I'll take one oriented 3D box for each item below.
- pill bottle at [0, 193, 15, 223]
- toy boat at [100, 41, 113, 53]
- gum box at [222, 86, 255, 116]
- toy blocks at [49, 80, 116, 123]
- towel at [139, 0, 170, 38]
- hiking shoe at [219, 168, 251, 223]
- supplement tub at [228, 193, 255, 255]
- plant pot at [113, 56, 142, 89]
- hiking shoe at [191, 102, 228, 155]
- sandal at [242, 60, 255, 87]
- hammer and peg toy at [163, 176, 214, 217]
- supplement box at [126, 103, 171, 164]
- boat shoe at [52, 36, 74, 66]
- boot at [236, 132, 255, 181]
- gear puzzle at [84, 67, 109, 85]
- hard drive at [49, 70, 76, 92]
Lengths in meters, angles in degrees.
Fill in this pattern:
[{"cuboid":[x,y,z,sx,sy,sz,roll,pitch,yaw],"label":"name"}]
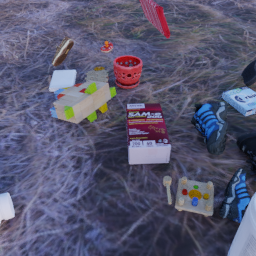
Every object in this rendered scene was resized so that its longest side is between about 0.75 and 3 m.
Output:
[{"cuboid":[-3.933,2.299,7.344,1.680,0.942,0.942,-16,42,-19],"label":"pill bottle"},{"cuboid":[-1.225,-4.757,16.197,0.559,0.560,0.857,16,42,19],"label":"toy boat"},{"cuboid":[5.058,-1.179,12.034,1.302,0.341,1.533,-15,42,-18],"label":"gum box"},{"cuboid":[-2.133,-1.187,11.486,1.942,1.419,2.840,13,39,33],"label":"toy blocks"},{"cuboid":[0.961,-4.355,10.629,0.216,1.391,1.924,-32,51,2],"label":"towel"},{"cuboid":[3.215,1.965,8.088,0.765,0.657,1.766,24,54,15],"label":"hiking shoe"},{"cuboid":[3.147,2.486,5.955,1.587,2.405,1.587,0,39,0],"label":"supplement tub"},{"cuboid":[-0.005,-2.585,13.061,1.317,1.199,1.317,0,40,0],"label":"plant pot"},{"cuboid":[2.914,0.007,10.188,1.290,1.107,2.976,4,29,17],"label":"hiking shoe"},{"cuboid":[5.959,-2.530,13.380,0.602,0.945,2.515,43,39,-8],"label":"sandal"},{"cuboid":[1.710,1.954,8.104,1.483,0.523,1.091,9,42,10],"label":"hammer and peg toy"},{"cuboid":[0.652,0.118,10.114,1.395,0.780,2.563,-2,38,-2],"label":"supplement box"},{"cuboid":[-2.737,-3.148,11.456,0.486,1.315,0.486,46,15,13],"label":"boat shoe"},{"cuboid":[4.946,0.854,9.160,2.348,0.869,1.924,-12,38,-3],"label":"boot"},{"cuboid":[-1.504,-2.491,13.722,1.145,0.289,2.210,-3,37,-1],"label":"gear puzzle"},{"cuboid":[-3.110,-2.301,13.487,1.105,0.224,1.676,-2,39,-3],"label":"hard drive"}]
